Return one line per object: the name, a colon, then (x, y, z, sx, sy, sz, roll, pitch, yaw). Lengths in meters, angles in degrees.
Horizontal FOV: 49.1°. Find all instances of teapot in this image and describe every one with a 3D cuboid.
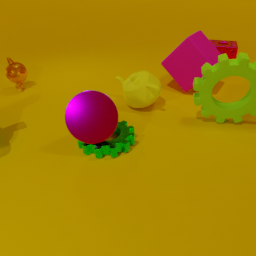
teapot: (0.298, -1.187, 8.067, 1.144, 0.901, 1.839, -50, 38, -15)
teapot: (-3.696, -1.780, 9.217, 0.707, 1.137, 0.557, -21, 5, 11)

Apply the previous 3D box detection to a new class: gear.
gear: (-0.503, 0.205, 6.544, 1.330, 0.246, 1.330, -2, 31, 1)
gear: (2.533, -0.934, 6.904, 1.798, 1.798, 0.333, 4, 38, 7)

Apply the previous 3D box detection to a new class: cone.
cone: (-0.785, -0.275, 6.582, 1.153, 1.153, 1.157, 0, 5, 0)

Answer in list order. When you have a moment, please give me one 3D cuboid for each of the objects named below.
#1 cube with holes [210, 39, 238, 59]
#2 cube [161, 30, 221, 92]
cube with holes: (3.596, -2.759, 10.840, 1.026, 1.026, 1.026, 8, 32, 13)
cube: (2.086, -2.145, 8.985, 1.254, 1.254, 1.254, 49, 40, -1)
